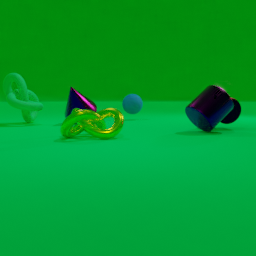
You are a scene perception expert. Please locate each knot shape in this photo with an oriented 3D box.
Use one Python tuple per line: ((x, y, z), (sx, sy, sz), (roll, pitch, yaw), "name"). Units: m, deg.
((-3.902, -1.151, 10.241), (0.891, 1.804, 1.928), (-37, 2, -10), "knot shape")
((-0.780, -0.124, 6.692), (1.390, 0.687, 1.486), (1, 7, 12), "knot shape")

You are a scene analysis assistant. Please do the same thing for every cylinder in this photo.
((2.205, -0.530, 7.641), (0.932, 0.932, 0.932), (-43, 18, -12), "cylinder")
((2.942, -0.601, 8.675), (0.805, 0.805, 0.805), (-1, 15, -6), "cylinder")

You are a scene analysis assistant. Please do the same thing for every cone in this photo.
((-1.858, -1.018, 10.027), (1.245, 1.250, 1.245), (-5, 50, 7), "cone")

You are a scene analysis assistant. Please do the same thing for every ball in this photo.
((0.195, -1.037, 12.220), (0.887, 0.887, 0.887), (0, 6, 0), "ball")
